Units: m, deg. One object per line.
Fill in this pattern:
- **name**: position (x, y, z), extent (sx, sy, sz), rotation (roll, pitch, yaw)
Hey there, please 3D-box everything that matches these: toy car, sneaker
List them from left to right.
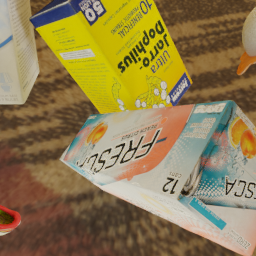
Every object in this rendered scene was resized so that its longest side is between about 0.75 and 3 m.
- **sneaker**: position (-2.335, 1.297, 4.415), extent (1.359, 0.577, 0.523), rotation (28, 47, -34)
- **toy car**: position (2.791, -1.893, 4.861), extent (2.454, 2.170, 2.262), rotation (-41, 100, 17)

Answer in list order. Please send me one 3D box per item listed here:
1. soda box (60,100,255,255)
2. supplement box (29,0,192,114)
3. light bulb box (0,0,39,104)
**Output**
- **soda box**: position (0.177, 0.391, 3.217), extent (0.942, 2.754, 0.876), rotation (41, 71, -23)
- **supplement box**: position (-0.172, -1.248, 4.711), extent (1.318, 2.407, 1.310), rotation (11, 56, 49)
- **light bulb box**: position (-3.005, -1.829, 4.755), extent (2.459, 2.481, 1.548), rotation (-2, 33, -6)
